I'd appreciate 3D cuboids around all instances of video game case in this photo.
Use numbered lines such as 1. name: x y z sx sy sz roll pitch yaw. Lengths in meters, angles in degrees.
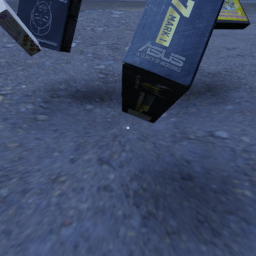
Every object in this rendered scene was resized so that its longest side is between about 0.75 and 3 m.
1. video game case: 2.057 -3.959 7.931 2.817 2.546 0.359 -13 -13 -35

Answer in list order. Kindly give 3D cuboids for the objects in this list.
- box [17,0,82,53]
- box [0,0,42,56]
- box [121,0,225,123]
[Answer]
1. box: -2.229 -3.256 7.947 1.409 1.899 1.017 17 13 2
2. box: -2.537 -2.246 6.444 0.350 0.374 1.807 -29 -11 -1
3. box: 0.574 -1.239 3.633 0.673 2.081 2.639 21 -6 0
